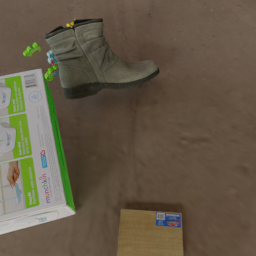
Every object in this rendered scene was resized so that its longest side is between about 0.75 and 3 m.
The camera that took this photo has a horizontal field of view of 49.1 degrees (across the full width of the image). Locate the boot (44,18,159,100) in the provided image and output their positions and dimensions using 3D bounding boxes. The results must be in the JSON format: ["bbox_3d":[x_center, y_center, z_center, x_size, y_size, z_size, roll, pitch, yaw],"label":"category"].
[{"bbox_3d":[-0.554,-1.929,7.250,2.845,1.859,0.963,-16,23,-15],"label":"boot"}]

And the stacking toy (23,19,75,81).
[{"bbox_3d":[-1.812,-2.252,8.104,2.033,0.478,1.533,-36,56,-13],"label":"stacking toy"}]

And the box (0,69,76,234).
[{"bbox_3d":[-2.641,0.553,5.592,2.566,1.406,2.909,-14,68,-9],"label":"box"}]

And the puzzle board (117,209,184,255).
[{"bbox_3d":[0.451,2.133,5.580,1.267,0.110,0.955,3,53,2],"label":"puzzle board"}]
